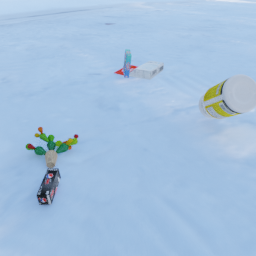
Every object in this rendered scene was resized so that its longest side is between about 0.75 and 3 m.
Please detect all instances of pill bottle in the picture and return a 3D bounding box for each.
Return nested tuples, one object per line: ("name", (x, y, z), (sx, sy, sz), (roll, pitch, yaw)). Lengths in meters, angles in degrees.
("pill bottle", (2.559, -0.742, 7.372), (0.943, 0.943, 1.650), (-7, -4, -11))

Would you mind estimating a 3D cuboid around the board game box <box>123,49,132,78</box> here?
("board game box", (-0.033, -2.444, 10.604), (0.197, 0.877, 0.667), (2, 35, -7))

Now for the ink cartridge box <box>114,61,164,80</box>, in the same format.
("ink cartridge box", (0.457, -2.484, 11.562), (1.682, 0.398, 1.347), (15, 33, 24))

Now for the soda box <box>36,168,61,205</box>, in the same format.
("soda box", (-1.514, 1.114, 5.396), (0.240, 0.268, 0.759), (-2, 32, 4))

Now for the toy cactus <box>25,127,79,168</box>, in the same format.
("toy cactus", (-1.729, 0.448, 6.403), (1.212, 0.620, 1.000), (1, 40, -14))
